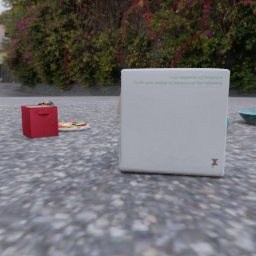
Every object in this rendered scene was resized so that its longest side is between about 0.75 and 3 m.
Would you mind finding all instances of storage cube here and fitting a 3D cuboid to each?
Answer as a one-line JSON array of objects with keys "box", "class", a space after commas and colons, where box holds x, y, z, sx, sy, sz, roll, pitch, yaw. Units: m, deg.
[{"box": [-2.860, -0.239, 9.093, 0.930, 0.978, 1.087, -6, 9, -35], "class": "storage cube"}]

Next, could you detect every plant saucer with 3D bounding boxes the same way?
[{"box": [6.236, -0.430, 12.078, 2.792, 0.502, 2.792, 0, 9, 0], "class": "plant saucer"}]

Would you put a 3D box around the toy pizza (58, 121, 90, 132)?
[{"box": [-2.227, -0.093, 10.608, 1.547, 0.245, 1.547, 0, 8, 0], "class": "toy pizza"}]

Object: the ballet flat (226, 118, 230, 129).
[{"box": [2.518, -0.139, 9.820, 1.989, 0.675, 0.749, -5, -5, -14], "class": "ballet flat"}]

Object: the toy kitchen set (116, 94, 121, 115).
[{"box": [1.057, -1.011, 14.514, 2.028, 1.491, 2.531, -7, 31, -43], "class": "toy kitchen set"}]

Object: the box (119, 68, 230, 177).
[{"box": [0.871, -0.191, 5.518, 1.879, 1.888, 1.617, 2, 10, 10], "class": "box"}]

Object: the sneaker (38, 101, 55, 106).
[{"box": [-3.496, -0.569, 11.288, 0.949, 1.018, 2.568, 1, 9, -1], "class": "sneaker"}]
